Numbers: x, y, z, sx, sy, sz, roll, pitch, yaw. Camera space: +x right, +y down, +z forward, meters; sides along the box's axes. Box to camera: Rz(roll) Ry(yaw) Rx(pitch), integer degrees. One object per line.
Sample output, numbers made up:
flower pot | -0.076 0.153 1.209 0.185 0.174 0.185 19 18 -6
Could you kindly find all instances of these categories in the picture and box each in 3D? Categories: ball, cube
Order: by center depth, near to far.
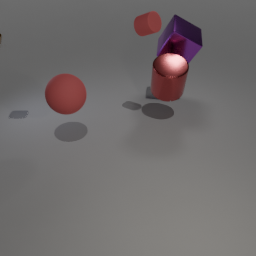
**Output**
ball | -2.129 -1.159 9.620 1.400 1.400 1.400 0 32 0
cube | 2.203 -3.682 12.056 1.400 1.400 1.400 23 47 -15

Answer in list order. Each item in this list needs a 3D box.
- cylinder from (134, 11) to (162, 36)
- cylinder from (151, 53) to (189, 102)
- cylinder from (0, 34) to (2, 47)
cylinder | 0.677 -3.580 9.640 0.700 0.700 0.700 -29 21 -38
cylinder | 1.648 -2.028 11.303 1.400 1.400 1.400 0 55 0
cylinder | -4.613 -2.869 9.270 0.700 0.700 0.700 12 27 -22
